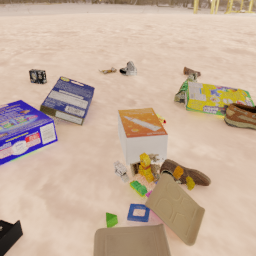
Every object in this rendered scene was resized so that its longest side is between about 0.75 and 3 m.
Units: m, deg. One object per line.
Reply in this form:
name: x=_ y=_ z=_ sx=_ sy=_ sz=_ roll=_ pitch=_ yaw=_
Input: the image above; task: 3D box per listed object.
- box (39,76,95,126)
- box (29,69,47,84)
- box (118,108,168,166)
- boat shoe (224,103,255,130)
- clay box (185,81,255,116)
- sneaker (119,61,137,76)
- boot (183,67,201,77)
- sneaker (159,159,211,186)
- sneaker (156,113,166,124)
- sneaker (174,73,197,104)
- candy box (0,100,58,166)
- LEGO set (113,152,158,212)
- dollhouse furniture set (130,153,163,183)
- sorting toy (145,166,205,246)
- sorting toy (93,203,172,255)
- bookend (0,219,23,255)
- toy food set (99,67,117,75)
box: x=-2.302 y=-1.165 z=11.215 sx=1.649 sy=0.441 sz=2.722 roll=18 pitch=33 yaw=-7
box: x=-4.659 y=-2.663 z=14.502 sx=0.815 sy=0.667 sz=0.351 roll=10 pitch=29 yaw=17
box: x=0.392 y=0.198 z=8.778 sx=1.220 sy=0.956 sz=1.962 roll=-5 pitch=28 yaw=-8
boat shoe: x=4.736 y=-0.428 z=10.043 sx=2.386 sy=0.881 sz=0.903 roll=6 pitch=29 yaw=12
clay box: x=3.634 y=-1.123 z=11.246 sx=2.577 sy=0.613 sz=1.480 roll=10 pitch=39 yaw=2
sneaker: x=-0.102 y=-3.417 z=16.034 sx=0.927 sy=0.602 sz=1.605 roll=-9 pitch=30 yaw=-12
boot: x=3.612 y=-3.123 z=15.732 sx=0.889 sy=0.427 sz=1.216 roll=7 pitch=29 yaw=0
sneaker: x=1.471 y=1.309 z=7.378 sx=1.366 sy=0.481 sz=0.516 roll=21 pitch=61 yaw=29
sneaker: x=1.167 y=-0.324 z=10.284 sx=0.762 sy=0.298 sz=0.344 roll=10 pitch=31 yaw=-47
sneaker: x=2.625 y=-1.818 z=12.484 sx=0.910 sy=1.048 sz=2.366 roll=10 pitch=31 yaw=19
candy box: x=-3.825 y=0.021 z=9.156 sx=2.026 sy=0.923 sz=2.396 roll=-25 pitch=38 yaw=-36
LEGO set: x=0.415 y=1.170 z=6.934 sx=0.774 sy=0.833 sz=2.030 roll=-29 pitch=37 yaw=-23
dollhouse furniture set: x=0.482 y=1.079 z=7.454 sx=0.526 sy=0.694 sz=0.792 roll=-14 pitch=5 yaw=-27
sorting toy: x=1.159 y=1.647 z=6.363 sx=1.282 sy=0.230 sz=1.720 roll=41 pitch=37 yaw=3
sorting toy: x=0.072 y=2.443 z=5.229 sx=1.447 sy=0.350 sz=2.569 roll=-6 pitch=28 yaw=-1
bookend: x=-2.790 y=2.186 z=5.602 sx=0.916 sy=0.425 sz=0.922 roll=11 pitch=29 yaw=20
toy food set: x=-1.180 y=-3.347 z=16.213 sx=0.918 sy=0.277 sz=0.659 roll=-15 pitch=32 yaw=-27
